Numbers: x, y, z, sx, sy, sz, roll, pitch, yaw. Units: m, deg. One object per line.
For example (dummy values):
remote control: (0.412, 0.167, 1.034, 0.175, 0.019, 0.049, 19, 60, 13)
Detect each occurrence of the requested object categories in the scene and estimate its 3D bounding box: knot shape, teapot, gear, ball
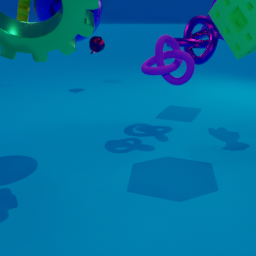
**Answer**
knot shape: (1.841, -2.269, 7.393, 1.481, 0.684, 1.386, -26, 48, 2)
teapot: (-1.313, -3.480, 11.701, 0.691, 1.111, 0.544, 31, 50, -13)
gear: (-1.465, -1.829, 3.944, 2.061, 2.061, 0.381, -3, 57, -8)
knot shape: (1.032, -1.533, 6.684, 1.171, 0.578, 1.252, 37, 77, 12)
gear: (-2.081, -2.721, 5.680, 0.213, 1.154, 1.154, 7, 18, -23)
ball: (-1.133, -2.313, 5.386, 1.289, 1.289, 1.289, 0, 22, 0)

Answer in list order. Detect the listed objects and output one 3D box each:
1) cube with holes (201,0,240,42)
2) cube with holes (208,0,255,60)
cube with holes: (3.139, -3.427, 8.802, 1.079, 1.079, 1.079, 31, 34, 16)
cube with holes: (2.449, -2.188, 5.157, 1.129, 1.129, 1.129, -27, -7, -13)
